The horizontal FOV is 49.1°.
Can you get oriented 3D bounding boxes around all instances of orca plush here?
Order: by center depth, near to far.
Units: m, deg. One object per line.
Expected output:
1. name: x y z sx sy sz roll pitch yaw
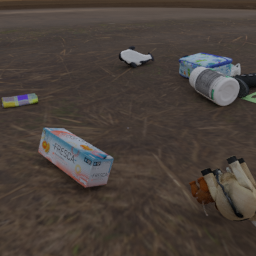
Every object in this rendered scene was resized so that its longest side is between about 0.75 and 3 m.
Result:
1. orca plush: 0.306 -3.587 14.330 2.044 1.075 0.727 -24 6 -34

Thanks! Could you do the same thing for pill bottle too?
1. pill bottle: 3.069 -1.588 10.216 1.019 1.019 1.802 -10 31 -19

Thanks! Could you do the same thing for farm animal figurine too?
1. farm animal figurine: 2.323 0.966 4.686 2.224 1.796 1.118 -19 68 -8

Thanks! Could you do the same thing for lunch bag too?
1. lunch bag: 3.359 -2.691 12.259 1.694 0.869 2.107 -16 27 -18

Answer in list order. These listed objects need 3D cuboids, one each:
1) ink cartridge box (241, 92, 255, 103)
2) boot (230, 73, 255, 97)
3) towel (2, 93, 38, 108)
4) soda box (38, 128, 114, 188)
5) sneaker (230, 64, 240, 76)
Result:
1. ink cartridge box: 5.200 -1.109 9.989 1.292 0.426 1.776 -20 35 -32
2. boot: 4.812 -1.743 11.067 1.893 0.621 1.560 -5 33 -23
3. towel: -3.881 -0.995 10.049 1.224 0.139 0.879 -10 29 -17
4. soda box: -1.237 0.603 6.341 1.930 0.660 0.614 25 14 38
5. sneaker: 4.525 -2.512 12.415 1.294 0.572 0.487 -28 40 -31
